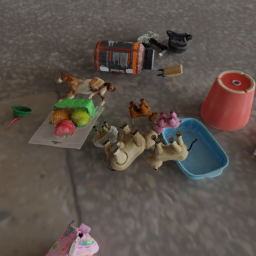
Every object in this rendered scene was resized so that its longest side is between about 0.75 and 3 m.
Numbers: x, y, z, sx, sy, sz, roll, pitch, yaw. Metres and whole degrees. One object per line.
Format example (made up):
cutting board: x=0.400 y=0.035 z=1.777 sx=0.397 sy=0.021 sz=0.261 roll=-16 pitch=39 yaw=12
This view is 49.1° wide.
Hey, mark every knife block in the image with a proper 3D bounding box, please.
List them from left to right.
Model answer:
knife block: x=1.805 y=-2.504 z=12.415 sx=0.996 sy=0.363 sz=1.134 roll=-6 pitch=4 yaw=-4

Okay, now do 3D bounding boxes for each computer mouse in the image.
computer mouse: x=1.015 y=-3.834 z=14.156 sx=1.476 sy=0.484 sz=2.102 roll=38 pitch=51 yaw=27
computer mouse: x=2.620 y=-4.380 z=14.593 sx=1.465 sy=0.558 sz=2.115 roll=13 pitch=41 yaw=1

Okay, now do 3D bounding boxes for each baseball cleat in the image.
baseball cleat: x=0.955 y=-4.888 z=15.154 sx=1.365 sy=0.476 sz=0.726 roll=-15 pitch=42 yaw=-27

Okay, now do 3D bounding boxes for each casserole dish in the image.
casserole dish: x=2.253 y=0.724 z=9.829 sx=1.670 sy=0.535 sz=2.757 roll=-16 pitch=48 yaw=-14

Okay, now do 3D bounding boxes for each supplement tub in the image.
supplement tub: x=-0.143 y=-3.243 z=12.918 sx=2.636 sy=1.410 sz=1.410 roll=6 pitch=47 yaw=5

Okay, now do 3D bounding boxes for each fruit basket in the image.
fruit basket: x=-2.160 y=-0.095 z=10.179 sx=2.089 sy=1.057 sz=2.256 roll=4 pitch=49 yaw=19

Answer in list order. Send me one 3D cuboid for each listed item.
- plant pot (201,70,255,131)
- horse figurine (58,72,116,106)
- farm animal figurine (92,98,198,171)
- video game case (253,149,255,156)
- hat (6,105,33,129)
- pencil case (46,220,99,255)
plant pot: x=3.908 y=-1.125 z=10.748 sx=1.935 sy=1.712 sz=1.935 roll=0 pitch=48 yaw=0
horse figurine: x=-1.772 y=-1.656 z=11.876 sx=2.791 sy=0.697 sz=1.850 roll=0 pitch=41 yaw=10
farm animal figurine: x=0.457 y=0.529 z=9.380 sx=2.883 sy=1.520 sz=2.915 roll=-30 pitch=38 yaw=-3
video game case: x=5.515 y=0.795 z=9.914 sx=1.486 sy=0.294 sz=1.639 roll=34 pitch=56 yaw=28
hat: x=-4.353 y=-0.401 z=11.178 sx=0.927 sy=0.816 sz=0.768 roll=7 pitch=20 yaw=-34
pencil case: x=-1.786 y=3.603 z=6.765 sx=1.147 sy=1.147 sz=2.623 roll=25 pitch=53 yaw=22
